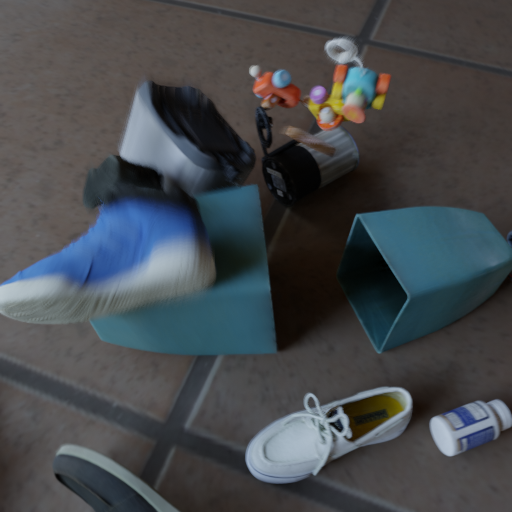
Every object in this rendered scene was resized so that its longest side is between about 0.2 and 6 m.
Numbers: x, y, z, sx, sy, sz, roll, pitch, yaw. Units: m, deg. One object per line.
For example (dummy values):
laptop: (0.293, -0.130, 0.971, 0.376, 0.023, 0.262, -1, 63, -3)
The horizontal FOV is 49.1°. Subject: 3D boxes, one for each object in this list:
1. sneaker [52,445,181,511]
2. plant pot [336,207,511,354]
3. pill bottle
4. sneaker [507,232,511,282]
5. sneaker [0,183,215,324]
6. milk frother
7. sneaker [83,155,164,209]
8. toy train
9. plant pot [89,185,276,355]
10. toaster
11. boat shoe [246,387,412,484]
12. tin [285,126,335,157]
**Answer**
sneaker: (-1.849, 3.895, 7.360, 3.115, 1.165, 1.655, 28, 56, 18)
plant pot: (3.045, 0.227, 9.830, 2.518, 1.779, 1.780, -13, 54, -17)
pill bottle: (3.337, 2.623, 8.670, 1.108, 0.615, 0.615, -16, 55, -12)
sneaker: (5.467, -0.352, 10.690, 1.147, 0.952, 2.402, 27, 57, 21)
sneaker: (-2.195, -0.120, 8.042, 3.034, 1.165, 1.688, -14, 63, 1)
milk frother: (0.947, -2.321, 11.579, 1.776, 1.888, 1.704, -31, 55, -22)
sneaker: (-2.273, -1.152, 9.513, 1.087, 1.898, 0.726, 12, 75, -34)
toy train: (1.140, -2.996, 10.538, 2.089, 2.782, 0.774, 22, 79, -30)
plant pot: (-1.283, 0.426, 9.471, 3.003, 2.121, 2.123, -7, 53, 0)
toaster: (-1.314, -1.706, 10.411, 1.668, 1.895, 2.935, -9, 51, -44)
boat shoe: (1.145, 2.574, 8.372, 2.692, 1.148, 0.995, -13, 54, -10)
tin: (0.947, -1.985, 9.687, 0.919, 0.515, 0.192, 29, 103, 7)
